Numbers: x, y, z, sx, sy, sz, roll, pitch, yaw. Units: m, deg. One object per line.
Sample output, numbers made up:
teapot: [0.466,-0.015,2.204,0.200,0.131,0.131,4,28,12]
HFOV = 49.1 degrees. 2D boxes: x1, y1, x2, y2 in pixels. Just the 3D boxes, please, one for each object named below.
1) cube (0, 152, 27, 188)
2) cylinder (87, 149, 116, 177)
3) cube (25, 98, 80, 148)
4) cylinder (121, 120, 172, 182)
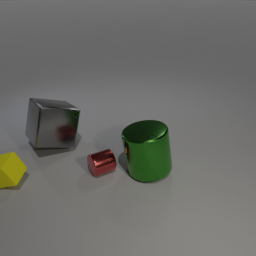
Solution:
cube: [-3.515,1.218,8.076,0.700,0.700,0.700,-12,35,20]
cylinder: [-0.823,1.075,8.736,0.700,0.700,0.700,-16,32,-27]
cube: [-2.666,-0.188,9.835,1.400,1.400,1.400,2,15,-34]
cylinder: [0.590,0.668,8.544,1.400,1.400,1.400,-8,27,4]
